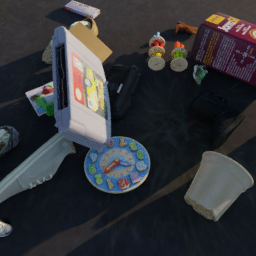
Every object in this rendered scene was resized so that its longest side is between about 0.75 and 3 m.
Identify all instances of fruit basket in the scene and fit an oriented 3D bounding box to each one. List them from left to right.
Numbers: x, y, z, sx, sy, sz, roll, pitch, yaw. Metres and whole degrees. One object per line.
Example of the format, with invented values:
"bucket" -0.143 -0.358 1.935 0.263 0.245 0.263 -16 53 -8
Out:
"fruit basket" -2.378 -0.996 8.500 1.186 0.600 1.281 -26 55 -18

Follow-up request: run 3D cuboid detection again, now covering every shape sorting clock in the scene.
"shape sorting clock" -0.282 0.897 7.280 1.716 0.337 1.716 0 54 0

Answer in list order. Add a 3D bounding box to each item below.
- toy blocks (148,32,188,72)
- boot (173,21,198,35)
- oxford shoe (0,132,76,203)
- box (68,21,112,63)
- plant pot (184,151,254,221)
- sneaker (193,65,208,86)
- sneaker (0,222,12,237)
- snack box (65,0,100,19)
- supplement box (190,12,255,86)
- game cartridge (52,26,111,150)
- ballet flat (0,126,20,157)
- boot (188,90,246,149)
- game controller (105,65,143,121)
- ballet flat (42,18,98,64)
"toy blocks" 1.392 -2.737 9.757 1.342 0.585 1.611 4 54 3
"boot" 2.191 -3.705 10.721 0.832 0.285 0.783 25 50 8
"oxford shoe" -2.317 1.099 6.854 2.672 1.005 0.772 -43 100 -25
"box" -1.459 -2.749 9.555 1.553 0.165 1.269 42 61 -8
"plant pot" 1.977 1.406 6.471 1.300 1.300 1.190 34 73 22
"sneaker" 2.371 -1.755 9.095 0.419 0.363 0.945 -13 49 30
"sneaker" -3.014 2.227 6.321 0.784 0.334 0.302 11 55 7
"snack box" -1.883 -4.902 11.574 1.426 0.173 0.513 26 58 17
"supplement box" 3.716 -2.504 8.994 2.916 1.249 1.609 29 46 18
"game cartridge" -1.144 -0.953 7.236 0.587 1.912 2.873 -16 67 18
"ballet flat" -3.760 0.694 7.162 0.788 0.788 2.191 30 60 20
"boot" 2.372 -0.308 7.967 1.423 0.642 1.736 37 55 21
"game controller" -0.335 -1.181 8.797 1.181 0.477 2.264 6 53 23
"ballet flat" -2.103 -3.216 9.965 0.870 0.806 2.469 34 61 23
